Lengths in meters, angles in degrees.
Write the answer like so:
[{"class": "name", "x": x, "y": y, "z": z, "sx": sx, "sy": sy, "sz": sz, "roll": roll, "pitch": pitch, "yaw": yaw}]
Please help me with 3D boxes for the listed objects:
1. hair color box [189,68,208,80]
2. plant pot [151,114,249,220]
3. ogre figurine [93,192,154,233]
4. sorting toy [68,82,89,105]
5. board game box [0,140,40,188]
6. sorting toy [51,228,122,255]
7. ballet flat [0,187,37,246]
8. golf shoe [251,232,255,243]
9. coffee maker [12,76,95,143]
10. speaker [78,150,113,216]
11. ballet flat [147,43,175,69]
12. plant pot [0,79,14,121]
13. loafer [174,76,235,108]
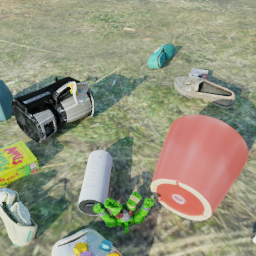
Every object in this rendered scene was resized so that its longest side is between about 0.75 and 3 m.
[{"class": "hair color box", "x": 3.366, "y": -2.339, "z": 13.637, "sx": 0.837, "sy": 0.482, "sz": 1.509, "roll": 13, "pitch": 42, "yaw": 15}, {"class": "plant pot", "x": 1.885, "y": 1.207, "z": 7.994, "sx": 2.461, "sy": 2.461, "sz": 2.178, "roll": 20, "pitch": 54, "yaw": 23}, {"class": "ogre figurine", "x": -0.108, "y": 2.302, "z": 7.576, "sx": 1.543, "sy": 0.925, "sz": 0.757, "roll": -17, "pitch": 38, "yaw": -22}, {"class": "sorting toy", "x": -1.757, "y": -1.217, "z": 9.957, "sx": 0.472, "sy": 0.795, "sz": 0.883, "roll": -9, "pitch": 5, "yaw": 23}, {"class": "board game box", "x": -4.232, "y": 1.354, "z": 9.023, "sx": 2.329, "sy": 0.554, "sz": 1.183, "roll": -27, "pitch": 46, "yaw": -29}, {"class": "sorting toy", "x": -1.082, "y": 3.144, "z": 6.744, "sx": 1.914, "sy": 1.022, "sz": 1.723, "roll": -20, "pitch": 24, "yaw": -23}, {"class": "ballet flat", "x": -3.189, "y": 2.204, "z": 7.773, "sx": 0.792, "sy": 0.792, "sz": 2.280, "roll": -29, "pitch": 50, "yaw": -30}, {"class": "golf shoe", "x": 3.843, "y": 3.033, "z": 6.964, "sx": 1.465, "sy": 0.570, "sz": 0.692, "roll": 11, "pitch": 40, "yaw": 15}, {"class": "coffee maker", "x": -3.052, "y": -0.806, "z": 11.018, "sx": 2.640, "sy": 1.778, "sz": 2.536, "roll": -32, "pitch": 30, "yaw": -35}, {"class": "speaker", "x": -0.957, "y": 1.612, "z": 8.518, "sx": 0.805, "sy": 0.805, "sz": 1.984, "roll": 2, "pitch": 39, "yaw": 2}, {"class": "ballet flat", "x": 1.755, "y": -4.021, "z": 15.453, "sx": 0.931, "sy": 0.891, "sz": 2.646, "roll": 2, "pitch": 34, "yaw": 30}, {"class": "plant pot", "x": -5.437, "y": -1.222, "z": 11.469, "sx": 1.048, "sy": 1.483, "sz": 1.048, "roll": 5, "pitch": 40, "yaw": 6}, {"class": "loafer", "x": 3.344, "y": -1.750, "z": 12.278, "sx": 2.799, "sy": 0.880, "sz": 1.006, "roll": 24, "pitch": 76, "yaw": 20}]
